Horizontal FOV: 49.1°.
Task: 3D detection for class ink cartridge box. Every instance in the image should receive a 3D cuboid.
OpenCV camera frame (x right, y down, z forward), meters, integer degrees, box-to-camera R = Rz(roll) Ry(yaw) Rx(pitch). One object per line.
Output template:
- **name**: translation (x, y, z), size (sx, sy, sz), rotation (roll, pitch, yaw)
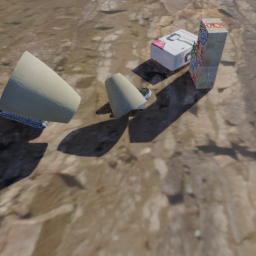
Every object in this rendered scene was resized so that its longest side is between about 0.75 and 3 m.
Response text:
- **ink cartridge box**: translation (2.498, -3.992, 14.168), size (2.257, 0.952, 1.634), rotation (-31, 53, -27)

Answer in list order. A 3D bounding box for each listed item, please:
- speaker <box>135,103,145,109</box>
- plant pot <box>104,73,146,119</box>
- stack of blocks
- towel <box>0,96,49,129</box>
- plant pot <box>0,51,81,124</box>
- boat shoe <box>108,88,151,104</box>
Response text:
- **speaker**: translation (0.181, -0.965, 11.597), size (1.012, 0.411, 0.411), rotation (-4, 46, -3)
- **plant pot**: translation (-0.250, -1.295, 10.699), size (1.376, 1.376, 1.469), rotation (-33, 94, -28)
- **stack of blocks**: translation (3.405, -3.276, 12.213), size (0.804, 2.745, 1.581), rotation (-3, 47, -3)
- **towel**: translation (-3.867, -1.008, 11.093), size (2.121, 0.908, 1.757), rotation (17, 59, 8)
- **plant pot**: translation (-2.889, -1.120, 9.646), size (2.286, 2.141, 2.141), rotation (26, 42, -21)
- **boat shoe**: translation (0.100, -1.421, 11.945), size (1.926, 0.545, 0.661), rotation (-15, 48, -14)
